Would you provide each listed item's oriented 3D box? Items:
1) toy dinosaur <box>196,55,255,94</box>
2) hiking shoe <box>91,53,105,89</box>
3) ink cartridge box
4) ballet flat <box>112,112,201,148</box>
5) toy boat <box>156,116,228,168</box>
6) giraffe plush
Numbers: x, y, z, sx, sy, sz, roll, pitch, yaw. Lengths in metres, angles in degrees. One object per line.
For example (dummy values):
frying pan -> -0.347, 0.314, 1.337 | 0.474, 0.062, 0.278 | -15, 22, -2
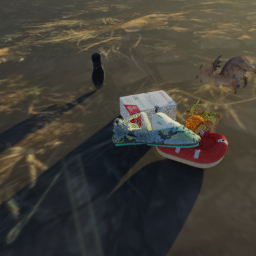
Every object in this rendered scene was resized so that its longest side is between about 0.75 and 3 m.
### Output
toy dinosaur -> 3.414, -1.927, 9.186 | 2.058, 0.883, 1.395 | -32, 79, -16
hiking shoe -> -1.035, -2.039, 10.283 | 0.503, 0.669, 1.329 | -4, 80, 9
ink cartridge box -> 0.586, -0.568, 8.395 | 1.447, 0.606, 1.044 | -12, 34, -13
ballet flat -> 0.514, 0.029, 6.536 | 2.401, 0.891, 0.891 | -2, 29, 39
toy boat -> 1.587, 0.200, 6.889 | 1.725, 1.128, 1.126 | 16, 39, 12
giraffe plush -> 1.978, -0.375, 7.559 | 0.746, 0.701, 0.864 | -41, 14, -32
